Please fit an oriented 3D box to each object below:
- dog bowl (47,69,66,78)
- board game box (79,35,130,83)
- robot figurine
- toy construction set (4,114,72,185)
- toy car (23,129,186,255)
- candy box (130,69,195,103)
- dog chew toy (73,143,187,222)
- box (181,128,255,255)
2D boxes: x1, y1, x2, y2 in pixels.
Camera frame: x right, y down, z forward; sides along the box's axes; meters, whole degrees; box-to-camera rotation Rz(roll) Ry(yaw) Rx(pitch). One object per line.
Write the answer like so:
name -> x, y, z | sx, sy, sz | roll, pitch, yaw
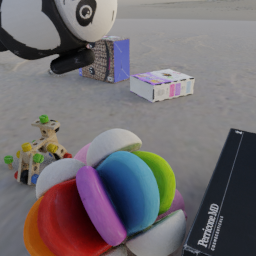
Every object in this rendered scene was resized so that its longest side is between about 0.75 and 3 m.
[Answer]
dog bowl -> -3.025, -2.356, 11.958 | 0.829, 0.243, 0.829 | 0, 26, 0
board game box -> -1.003, -2.862, 11.386 | 2.046, 1.631, 0.991 | 19, 31, 36
robot figurine -> -1.567, -2.311, 5.501 | 2.740, 2.058, 1.710 | -9, 65, 21
toy construction set -> -1.513, 0.405, 5.068 | 1.174, 1.082, 1.408 | -18, 31, -33
toy car -> -0.308, 0.850, 3.006 | 1.734, 1.518, 1.301 | -30, -17, 5
candy box -> 1.165, -1.511, 9.699 | 1.730, 0.619, 1.451 | -14, 29, -26
dog chew toy -> 0.000, 0.901, 4.070 | 1.817, 1.131, 1.131 | 24, 34, 28
box -> 1.947, 1.161, 3.426 | 1.965, 1.098, 2.785 | 16, 29, 23
